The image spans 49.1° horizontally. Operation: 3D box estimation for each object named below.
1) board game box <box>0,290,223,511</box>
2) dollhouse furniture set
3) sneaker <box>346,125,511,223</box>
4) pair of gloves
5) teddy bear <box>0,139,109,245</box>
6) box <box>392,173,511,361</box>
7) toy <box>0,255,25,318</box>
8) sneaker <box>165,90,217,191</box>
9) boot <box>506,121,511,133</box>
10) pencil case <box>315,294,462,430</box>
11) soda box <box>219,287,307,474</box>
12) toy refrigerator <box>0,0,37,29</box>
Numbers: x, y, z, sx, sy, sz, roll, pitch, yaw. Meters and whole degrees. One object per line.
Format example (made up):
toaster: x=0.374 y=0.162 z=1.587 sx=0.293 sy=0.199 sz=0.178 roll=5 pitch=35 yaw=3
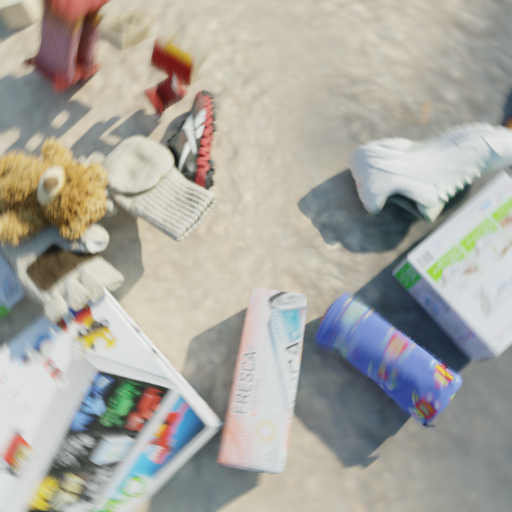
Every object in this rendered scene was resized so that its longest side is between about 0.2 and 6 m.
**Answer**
board game box: x=-3.183 y=2.933 z=7.992 sx=4.675 sy=0.809 sz=2.951 roll=-41 pitch=78 yaw=-10
dollhouse furniture set: x=-2.338 y=-3.221 z=9.153 sx=2.756 sy=1.483 sz=1.121 roll=32 pitch=45 yaw=6
sneaker: x=2.950 y=-1.251 z=9.135 sx=2.784 sy=1.085 sz=1.383 roll=-9 pitch=81 yaw=7
pair of gloves: x=-2.444 y=-0.609 z=8.611 sx=3.085 sy=0.541 sz=2.624 roll=-41 pitch=55 yaw=-13
teddy bear: x=-3.463 y=-1.050 z=8.597 sx=1.883 sy=0.867 sz=2.598 roll=-41 pitch=46 yaw=-21
box: x=3.605 y=0.181 z=8.628 sx=2.150 sy=1.040 sz=1.897 roll=-40 pitch=78 yaw=-10
toy: x=-4.561 y=0.171 z=8.900 sx=1.165 sy=0.478 sz=2.024 roll=-39 pitch=78 yaw=-1
sneaker: x=-1.102 y=-1.976 z=9.420 sx=0.894 sy=0.647 sz=1.830 roll=3 pitch=76 yaw=-1
boot: x=5.246 y=-2.344 z=9.562 sx=1.646 sy=0.599 sz=1.749 roll=25 pitch=77 yaw=6
pencil case: x=1.896 y=1.522 z=8.278 sx=2.202 sy=0.957 sz=0.859 roll=37 pitch=50 yaw=14
soda box: x=0.151 y=1.800 z=8.178 sx=0.868 sy=0.807 sz=2.538 roll=7 pitch=72 yaw=8
toy refrigerator: x=-4.567 y=-5.052 z=10.291 sx=0.559 sy=0.607 sz=1.599 roll=-18 pitch=76 yaw=-5
